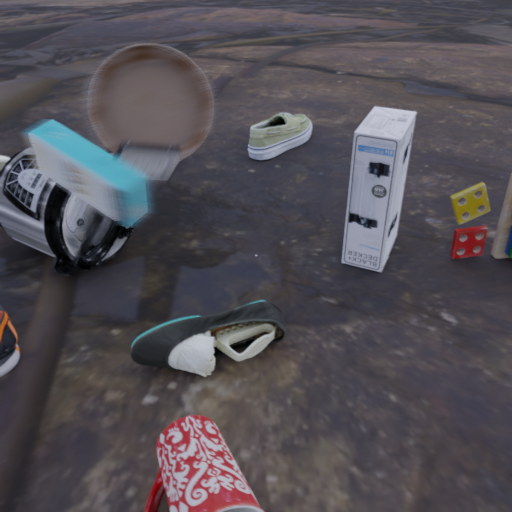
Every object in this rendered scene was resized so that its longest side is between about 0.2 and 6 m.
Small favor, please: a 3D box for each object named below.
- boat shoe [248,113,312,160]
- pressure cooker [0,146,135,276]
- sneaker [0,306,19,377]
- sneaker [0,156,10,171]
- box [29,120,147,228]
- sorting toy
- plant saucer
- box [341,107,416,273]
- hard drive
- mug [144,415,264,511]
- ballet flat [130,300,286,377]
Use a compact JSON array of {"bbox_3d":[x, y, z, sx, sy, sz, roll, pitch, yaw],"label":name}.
[{"bbox_3d":[0.808,-3.756,16.708,1.093,0.942,3.036,18,37,25],"label":"boat shoe"},{"bbox_3d":[-3.616,-1.000,11.234,2.529,2.225,2.260,21,36,27],"label":"pressure cooker"},{"bbox_3d":[-4.751,1.502,7.987,1.043,1.506,2.688,17,37,25],"label":"sneaker"},{"bbox_3d":[-7.617,-1.878,13.471,3.311,1.271,1.842,-32,52,-30],"label":"sneaker"},{"bbox_3d":[-2.002,-0.993,6.702,1.527,0.628,0.375,32,55,18],"label":"box"},{"bbox_3d":[5.758,-0.719,11.070,3.975,1.916,0.672,-4,33,-7],"label":"sorting toy"},{"bbox_3d":[-1.918,-2.739,10.311,2.234,2.234,0.358,-7,2,-10],"label":"plant saucer"},{"bbox_3d":[2.424,-1.309,11.143,0.856,2.848,1.661,13,36,19],"label":"box"},{"bbox_3d":[-1.686,-1.416,8.498,0.961,0.671,0.182,-2,62,-34],"label":"hard drive"},{"bbox_3d":[-0.766,2.738,6.569,1.363,1.025,1.536,-10,31,-19],"label":"mug"},{"bbox_3d":[-0.645,1.338,8.879,2.586,0.879,0.884,-16,42,-23],"label":"ballet flat"}]
